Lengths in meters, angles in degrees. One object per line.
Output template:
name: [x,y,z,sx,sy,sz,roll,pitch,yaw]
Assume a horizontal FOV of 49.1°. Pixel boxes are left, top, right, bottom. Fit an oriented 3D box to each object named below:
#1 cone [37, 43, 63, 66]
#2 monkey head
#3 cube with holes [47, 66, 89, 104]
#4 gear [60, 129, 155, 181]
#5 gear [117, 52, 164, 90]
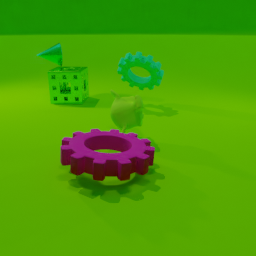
cone: [-2.988,-2.752,10.554,0.873,0.869,0.869,-8,21,-21]
monkey head: [-0.031,-0.424,6.751,0.804,1.334,0.959,-11,-17,-8]
cube with holes: [-2.183,-1.619,10.490,1.182,1.182,1.182,2,20,4]
gear: [-0.390,0.449,5.404,1.763,0.326,1.763,4,18,-1]
gear: [0.418,-1.888,9.481,1.537,1.537,0.284,7,59,19]
